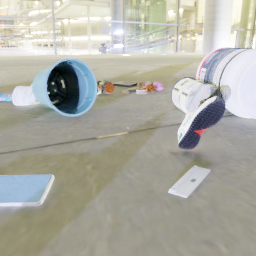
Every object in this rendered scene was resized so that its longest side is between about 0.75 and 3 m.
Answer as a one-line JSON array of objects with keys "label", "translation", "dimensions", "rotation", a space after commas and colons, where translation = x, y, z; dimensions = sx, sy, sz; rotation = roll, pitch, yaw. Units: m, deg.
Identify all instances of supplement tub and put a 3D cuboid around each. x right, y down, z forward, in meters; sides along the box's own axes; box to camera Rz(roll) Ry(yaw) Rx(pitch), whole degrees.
[{"label": "supplement tub", "translation": [-1.044, -1.866, 12.707], "dimensions": [0.572, 0.572, 0.934], "rotation": [-12, 21, -32]}, {"label": "supplement tub", "translation": [3.659, -1.520, 9.060], "dimensions": [2.076, 2.076, 2.958], "rotation": [-3, 18, -8]}]

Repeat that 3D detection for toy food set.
[{"label": "toy food set", "translation": [0.901, -1.966, 13.353], "dimensions": [1.467, 0.364, 2.308], "rotation": [9, 20, 27]}]

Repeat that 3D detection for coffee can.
[{"label": "coffee can", "translation": [2.116, -0.946, 8.872], "dimensions": [1.138, 1.138, 1.555], "rotation": [-3, 18, -8]}]

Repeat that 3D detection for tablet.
[{"label": "tablet", "translation": [-1.983, 0.995, 4.486], "dimensions": [1.418, 0.097, 0.923], "rotation": [-1, 18, -1]}]

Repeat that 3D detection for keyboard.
[{"label": "keyboard", "translation": [1.093, 0.906, 4.861], "dimensions": [0.321, 0.061, 1.141], "rotation": [17, 24, 30]}]

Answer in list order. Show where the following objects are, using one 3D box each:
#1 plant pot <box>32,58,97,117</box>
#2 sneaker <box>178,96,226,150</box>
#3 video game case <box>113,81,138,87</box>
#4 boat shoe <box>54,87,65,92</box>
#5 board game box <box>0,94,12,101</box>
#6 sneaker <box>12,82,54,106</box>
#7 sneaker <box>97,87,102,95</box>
[{"label": "plant pot", "translation": [-2.264, -1.350, 9.440], "dimensions": [1.820, 1.820, 1.783], "rotation": [-13, 14, -36]}, {"label": "sneaker", "translation": [1.443, -0.218, 5.866], "dimensions": [0.520, 1.477, 0.691], "rotation": [13, 43, -15]}, {"label": "video game case", "translation": [-0.109, -2.327, 14.881], "dimensions": [1.034, 0.132, 0.935], "rotation": [9, 19, 27]}, {"label": "boat shoe", "translation": [-2.759, -1.419, 11.438], "dimensions": [0.553, 0.457, 1.478], "rotation": [-18, 11, -4]}, {"label": "board game box", "translation": [-4.978, -1.247, 11.383], "dimensions": [0.838, 0.189, 0.637], "rotation": [1, 18, 3]}, {"label": "sneaker", "translation": [-3.406, -1.376, 10.935], "dimensions": [0.992, 0.870, 2.475], "rotation": [9, 26, 10]}, {"label": "sneaker", "translation": [-1.782, -1.670, 12.437], "dimensions": [1.342, 0.495, 0.537], "rotation": [13, 8, 23]}]
